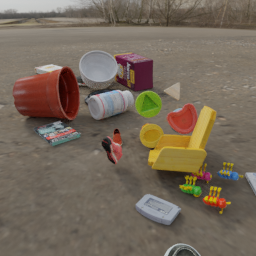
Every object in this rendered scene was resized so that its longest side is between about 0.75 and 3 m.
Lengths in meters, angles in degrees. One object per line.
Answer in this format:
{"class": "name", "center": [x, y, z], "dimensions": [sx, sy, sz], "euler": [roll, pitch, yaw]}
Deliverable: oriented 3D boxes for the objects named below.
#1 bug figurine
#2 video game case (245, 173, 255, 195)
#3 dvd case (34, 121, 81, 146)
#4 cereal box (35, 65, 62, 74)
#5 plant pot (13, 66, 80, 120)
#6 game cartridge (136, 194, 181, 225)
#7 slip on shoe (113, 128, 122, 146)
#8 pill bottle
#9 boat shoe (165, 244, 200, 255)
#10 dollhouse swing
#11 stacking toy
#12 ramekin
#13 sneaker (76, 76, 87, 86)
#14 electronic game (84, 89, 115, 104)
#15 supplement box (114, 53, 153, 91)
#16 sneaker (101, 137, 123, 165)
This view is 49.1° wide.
{"class": "bug figurine", "center": [2.048, 1.402, 6.960], "dimensions": [1.279, 0.424, 1.649], "euler": [10, 30, 33]}
{"class": "video game case", "center": [3.787, 1.510, 7.042], "dimensions": [1.290, 0.142, 1.176], "euler": [1, 25, 3]}
{"class": "dvd case", "center": [-2.524, 0.157, 9.928], "dimensions": [1.087, 0.164, 1.489], "euler": [-20, 32, -36]}
{"class": "cereal box", "center": [-4.850, -3.653, 17.814], "dimensions": [1.872, 0.370, 1.347], "euler": [21, 32, 37]}
{"class": "plant pot", "center": [-3.237, -1.284, 11.094], "dimensions": [2.027, 2.084, 2.084], "euler": [-4, 24, 12]}
{"class": "game cartridge", "center": [0.659, 1.837, 6.328], "dimensions": [0.906, 0.188, 0.604], "euler": [17, 34, 32]}
{"class": "slip on shoe", "center": [-0.365, 0.325, 9.377], "dimensions": [0.318, 0.262, 0.857], "euler": [-3, 37, -5]}
{"class": "pill bottle", "center": [-0.661, -1.003, 11.445], "dimensions": [1.784, 0.970, 0.970], "euler": [-19, 31, -37]}
{"class": "boat shoe", "center": [0.929, 2.550, 3.900], "dimensions": [0.928, 0.913, 2.573], "euler": [1, 25, 2]}
{"class": "dollhouse swing", "center": [1.436, 0.183, 7.738], "dimensions": [1.627, 1.574, 1.791], "euler": [4, 11, 7]}
{"class": "stacking toy", "center": [1.150, -0.442, 9.132], "dimensions": [1.946, 1.762, 0.822], "euler": [-19, 4, 1]}
{"class": "ramekin", "center": [-1.570, -2.944, 14.646], "dimensions": [1.966, 1.032, 1.966], "euler": [4, 64, -9]}
{"class": "sneaker", "center": [-2.087, -3.026, 15.714], "dimensions": [2.485, 1.018, 0.958], "euler": [-17, 30, -32]}
{"class": "electronic game", "center": [-1.090, -1.395, 12.960], "dimensions": [1.844, 0.384, 1.844], "euler": [-5, 25, 2]}
{"class": "supplement box", "center": [0.275, -3.104, 15.282], "dimensions": [1.223, 1.551, 2.370], "euler": [-14, 28, -25]}
{"class": "sneaker", "center": [-0.409, 0.540, 7.754], "dimensions": [0.381, 1.034, 0.449], "euler": [30, 59, 35]}
